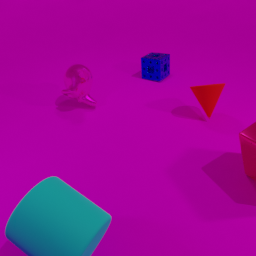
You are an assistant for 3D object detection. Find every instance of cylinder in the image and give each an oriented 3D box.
[{"bbox_3d":[-0.982,1.451,4.091,1.088,1.088,1.088,32,41,13],"label":"cylinder"}]

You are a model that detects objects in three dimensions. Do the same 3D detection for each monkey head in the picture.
[{"bbox_3d":[-1.378,-1.322,8.585,1.287,1.078,1.789,27,-1,-16],"label":"monkey head"}]

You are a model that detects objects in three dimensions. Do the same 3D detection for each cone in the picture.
[{"bbox_3d":[2.271,-0.727,7.912,0.971,0.975,0.971,-6,8,1],"label":"cone"}]

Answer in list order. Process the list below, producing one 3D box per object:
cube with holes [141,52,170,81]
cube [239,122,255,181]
[{"bbox_3d":[1.059,-2.352,10.687,0.815,0.815,0.815,14,35,30],"label":"cube with holes"},{"bbox_3d":[3.110,0.486,5.435,1.224,1.224,1.224,-32,35,-10],"label":"cube"}]
